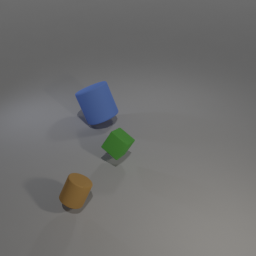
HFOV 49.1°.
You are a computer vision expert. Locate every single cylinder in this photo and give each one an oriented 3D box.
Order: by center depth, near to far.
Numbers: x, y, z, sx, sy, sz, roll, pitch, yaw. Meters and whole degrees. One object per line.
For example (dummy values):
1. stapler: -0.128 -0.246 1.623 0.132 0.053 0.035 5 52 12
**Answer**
1. cylinder: -1.409 1.692 7.567 0.700 0.700 0.700 25 13 -6
2. cylinder: -1.286 -1.044 11.664 1.400 1.400 1.400 -20 18 7

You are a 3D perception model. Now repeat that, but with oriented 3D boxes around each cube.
1. cube: -0.323 0.515 9.319 0.700 0.700 0.700 40 23 10
